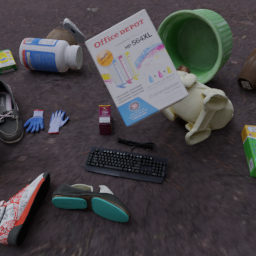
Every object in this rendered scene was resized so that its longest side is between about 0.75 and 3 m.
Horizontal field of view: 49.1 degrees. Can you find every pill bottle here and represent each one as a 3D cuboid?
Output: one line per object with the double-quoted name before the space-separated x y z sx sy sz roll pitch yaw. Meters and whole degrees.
"pill bottle" -2.920 -2.792 10.847 2.160 1.212 1.212 7 45 6

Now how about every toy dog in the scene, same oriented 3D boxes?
"toy dog" 1.981 -1.018 8.767 2.354 1.694 2.428 -14 44 -31

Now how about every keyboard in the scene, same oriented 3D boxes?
"keyboard" 0.015 0.787 7.910 2.243 0.231 1.425 8 45 7

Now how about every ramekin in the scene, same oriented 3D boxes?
"ramekin" 2.400 -2.929 10.070 2.641 2.641 1.290 31 45 28

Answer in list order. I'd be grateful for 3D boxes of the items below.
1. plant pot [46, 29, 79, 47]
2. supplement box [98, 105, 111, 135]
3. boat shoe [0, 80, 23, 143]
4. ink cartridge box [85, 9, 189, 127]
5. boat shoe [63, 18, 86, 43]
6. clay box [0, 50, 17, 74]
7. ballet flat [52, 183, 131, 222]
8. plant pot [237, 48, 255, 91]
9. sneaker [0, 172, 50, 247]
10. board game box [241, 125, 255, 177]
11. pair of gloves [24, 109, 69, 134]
"plant pot" -2.794 -3.785 11.872 1.490 0.688 1.490 9 22 -4
"supplement box" -0.717 -0.256 8.771 0.379 0.489 0.886 -2 44 -2
"boat shoe" -3.976 -0.596 8.932 0.876 0.746 2.620 -18 47 -17
"ink cartridge box" 0.153 -1.424 6.673 1.538 1.499 2.393 -27 89 5
"boat shoe" -1.762 -3.232 9.291 0.346 0.976 0.341 -24 51 27
"clay box" -5.051 -2.722 11.411 0.757 0.314 1.318 -20 48 -19
"ballet flat" -0.832 1.671 6.712 1.985 0.675 0.679 11 37 10
"plant pot" 4.652 -2.007 10.168 1.254 1.254 1.342 37 75 31
"sneaker" -2.635 1.749 6.625 1.010 0.629 1.884 11 48 8
"board game box" 4.431 0.695 7.845 2.126 0.429 1.627 5 45 5
"pair of gloves" -2.596 -0.221 8.983 1.356 0.155 1.090 0 45 1
